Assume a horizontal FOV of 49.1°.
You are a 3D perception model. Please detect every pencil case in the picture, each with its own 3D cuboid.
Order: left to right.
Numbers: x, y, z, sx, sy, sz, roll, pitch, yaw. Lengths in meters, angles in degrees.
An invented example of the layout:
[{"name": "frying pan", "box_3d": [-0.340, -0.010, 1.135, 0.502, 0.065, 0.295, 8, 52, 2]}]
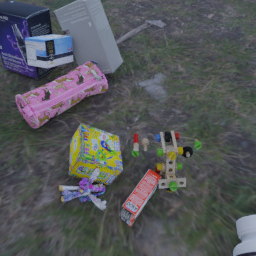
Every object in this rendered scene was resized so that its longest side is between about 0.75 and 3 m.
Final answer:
[{"name": "pencil case", "box_3d": [-1.989, -1.056, 8.629, 2.841, 1.229, 1.176, -33, 68, -29]}]

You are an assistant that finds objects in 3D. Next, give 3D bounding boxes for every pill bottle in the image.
[{"name": "pill bottle", "box_3d": [2.384, 2.545, 4.679, 1.100, 1.100, 1.975, 3, 53, 3]}]

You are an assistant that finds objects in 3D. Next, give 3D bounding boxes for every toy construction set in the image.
[{"name": "toy construction set", "box_3d": [0.782, 0.763, 6.386, 1.518, 1.266, 1.167, 22, 27, -9]}]

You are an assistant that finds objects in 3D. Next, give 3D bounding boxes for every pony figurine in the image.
[{"name": "pony figurine", "box_3d": [-0.938, 1.376, 6.238, 1.078, 1.040, 0.897, -3, 81, -19]}]

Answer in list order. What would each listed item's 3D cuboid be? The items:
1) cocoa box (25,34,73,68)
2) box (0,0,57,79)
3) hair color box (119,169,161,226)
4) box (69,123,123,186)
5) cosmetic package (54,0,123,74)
[{"name": "cocoa box", "box_3d": [-2.465, -2.469, 8.887, 0.855, 0.842, 1.283, 13, 27, 24]}, {"name": "box", "box_3d": [-3.672, -3.149, 10.011, 1.679, 2.269, 1.183, 18, 43, 19]}, {"name": "hair color box", "box_3d": [0.278, 1.545, 6.262, 0.365, 0.634, 1.143, 32, 52, 15]}, {"name": "box", "box_3d": [-0.795, 0.644, 6.863, 1.097, 0.695, 1.139, 20, 37, -24]}, {"name": "cosmetic package", "box_3d": [-1.277, -3.071, 9.621, 1.323, 2.476, 1.117, -7, 28, 30]}]
